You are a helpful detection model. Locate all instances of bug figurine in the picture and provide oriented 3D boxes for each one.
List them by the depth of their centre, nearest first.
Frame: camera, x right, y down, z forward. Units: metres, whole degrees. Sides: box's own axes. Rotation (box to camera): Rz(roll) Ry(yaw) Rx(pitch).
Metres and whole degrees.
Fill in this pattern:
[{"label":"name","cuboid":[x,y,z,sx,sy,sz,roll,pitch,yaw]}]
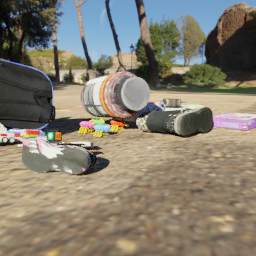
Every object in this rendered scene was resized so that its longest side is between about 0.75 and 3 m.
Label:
[{"label":"bug figurine","cuboid":[-0.886,-0.091,9.768,1.418,0.470,1.828,3,10,21]}]

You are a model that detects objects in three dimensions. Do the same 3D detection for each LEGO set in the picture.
[{"label":"LEGO set","cuboid":[-1.770,0.182,6.228,1.774,0.583,2.375,0,-6,0]}]

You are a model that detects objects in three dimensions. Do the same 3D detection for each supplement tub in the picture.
[{"label":"supplement tub","cuboid":[-0.462,-1.127,9.886,1.596,1.596,2.985,-5,6,-30]}]

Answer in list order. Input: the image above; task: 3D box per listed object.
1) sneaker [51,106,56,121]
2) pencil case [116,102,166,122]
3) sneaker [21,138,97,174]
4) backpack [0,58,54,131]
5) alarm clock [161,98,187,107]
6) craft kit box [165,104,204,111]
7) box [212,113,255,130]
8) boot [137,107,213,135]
[{"label":"sneaker","cuboid":[-4.058,-0.635,12.369,1.377,0.725,1.906,4,10,6]},{"label":"pencil case","cuboid":[0.483,-0.654,11.831,2.284,0.949,1.036,8,23,39]},{"label":"sneaker","cuboid":[-1.336,0.595,5.476,1.598,0.642,0.690,12,0,22]},{"label":"backpack","cuboid":[-3.746,-0.845,8.653,2.597,2.377,1.909,7,-16,-29]},{"label":"alarm clock","cuboid":[2.191,-1.192,13.164,1.276,0.425,0.861,-4,9,-11]},{"label":"craft kit box","cuboid":[2.430,-0.822,14.052,2.737,0.672,2.771,3,9,1]},{"label":"box","cuboid":[4.457,-0.300,11.226,1.463,0.418,2.138,8,12,43]},{"label":"boot","cuboid":[1.683,-0.273,9.654,1.867,0.892,2.472,4,9,40]}]
